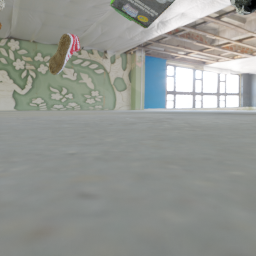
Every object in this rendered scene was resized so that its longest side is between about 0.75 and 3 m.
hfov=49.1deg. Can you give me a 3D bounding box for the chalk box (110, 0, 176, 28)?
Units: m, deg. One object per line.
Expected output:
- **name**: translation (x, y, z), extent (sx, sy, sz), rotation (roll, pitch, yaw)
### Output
- **chalk box**: translation (0.410, -3.700, 7.471), extent (1.271, 1.265, 2.043), rotation (24, -27, -25)

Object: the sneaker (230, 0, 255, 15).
- **sneaker**: translation (3.707, -3.736, 8.561), extent (0.747, 0.549, 1.651), rotation (35, 23, 30)

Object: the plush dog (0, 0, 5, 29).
- **plush dog**: translation (-3.844, -2.617, 7.127), extent (1.255, 1.344, 1.564), rotation (-13, -13, -46)

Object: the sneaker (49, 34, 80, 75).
- **sneaker**: translation (-1.144, -1.345, 5.123), extent (0.287, 0.806, 0.454), rotation (35, 25, 2)
